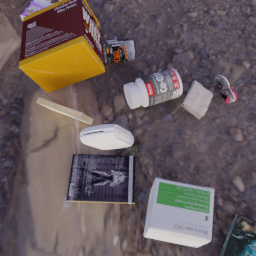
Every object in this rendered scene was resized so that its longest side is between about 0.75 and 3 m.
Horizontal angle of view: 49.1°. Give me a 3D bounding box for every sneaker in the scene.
[{"bbox_3d":[3.710,-1.529,10.842,0.470,0.508,1.259,-22,63,-9],"label":"sneaker"}]

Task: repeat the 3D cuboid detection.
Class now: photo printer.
[{"bbox_3d":[-0.636,0.274,8.309,1.203,1.446,0.502,-9,73,23],"label":"photo printer"}]

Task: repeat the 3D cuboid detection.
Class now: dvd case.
[{"bbox_3d":[-0.831,1.648,9.221,2.180,0.174,1.621,1,60,1],"label":"dvd case"}]

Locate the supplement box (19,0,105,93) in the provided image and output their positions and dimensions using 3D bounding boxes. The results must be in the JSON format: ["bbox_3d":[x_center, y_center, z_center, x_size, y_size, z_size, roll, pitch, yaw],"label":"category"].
[{"bbox_3d":[-2.452,-3.192,10.628,2.563,1.725,2.599,-17,60,15],"label":"supplement box"}]

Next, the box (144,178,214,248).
[{"bbox_3d":[1.382,2.426,7.921,1.650,1.658,1.420,10,63,5],"label":"box"}]

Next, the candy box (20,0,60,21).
[{"bbox_3d":[-3.460,-5.366,12.850,1.866,0.796,2.224,19,63,10],"label":"candy box"}]

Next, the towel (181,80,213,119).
[{"bbox_3d":[2.620,-1.081,10.513,0.945,0.246,1.426,35,60,-8],"label":"towel"}]

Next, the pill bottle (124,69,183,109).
[{"bbox_3d":[0.919,-1.434,10.439,1.963,1.118,1.118,-18,62,-10],"label":"pill bottle"}]

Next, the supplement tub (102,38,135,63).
[{"bbox_3d":[-0.514,-3.169,11.542,1.488,0.912,0.912,-8,61,-3],"label":"supplement tub"}]

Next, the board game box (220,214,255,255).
[{"bbox_3d":[3.398,4.027,7.753,1.803,0.375,2.665,25,63,13],"label":"board game box"}]

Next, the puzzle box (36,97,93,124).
[{"bbox_3d":[-2.192,-0.590,9.907,1.755,1.167,0.223,20,85,13],"label":"puzzle box"}]
